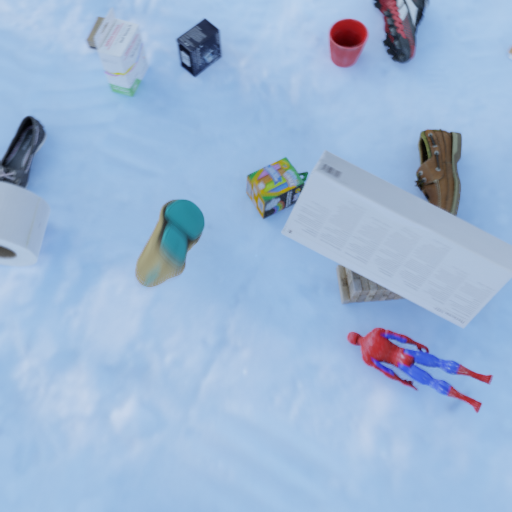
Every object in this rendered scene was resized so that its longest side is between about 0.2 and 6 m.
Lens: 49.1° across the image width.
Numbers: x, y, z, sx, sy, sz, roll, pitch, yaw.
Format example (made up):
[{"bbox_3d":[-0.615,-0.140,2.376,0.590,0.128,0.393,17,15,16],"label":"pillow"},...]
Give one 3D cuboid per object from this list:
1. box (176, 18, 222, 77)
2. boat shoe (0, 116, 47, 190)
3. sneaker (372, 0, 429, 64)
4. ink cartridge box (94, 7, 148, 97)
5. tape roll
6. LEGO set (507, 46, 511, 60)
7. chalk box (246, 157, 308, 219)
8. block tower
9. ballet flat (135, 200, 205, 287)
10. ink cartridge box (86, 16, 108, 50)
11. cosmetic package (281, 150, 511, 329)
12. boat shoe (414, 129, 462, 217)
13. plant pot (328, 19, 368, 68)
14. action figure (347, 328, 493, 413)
[{"bbox_3d":[-1.259,-4.628,12.477,0.512,0.857,0.871,43,74,15],"label":"box"},{"bbox_3d":[-4.970,-1.991,11.586,0.676,0.576,2.023,13,69,5],"label":"boat shoe"},{"bbox_3d":[3.436,-5.502,12.806,1.213,0.878,2.484,-6,67,0],"label":"sneaker"},{"bbox_3d":[-2.837,-4.310,11.932,0.551,1.637,0.959,18,69,7],"label":"ink cartridge box"},{"bbox_3d":[-4.779,-0.575,10.486,1.584,1.584,1.087,5,68,2],"label":"tape roll"},{"bbox_3d":[6.440,-4.194,12.393,0.862,0.698,1.875,-19,70,-7],"label":"LEGO set"},{"bbox_3d":[0.483,-1.418,11.254,1.189,0.742,0.737,-28,70,-14],"label":"chalk box"},{"bbox_3d":[2.998,0.352,10.552,2.826,0.817,0.763,-5,68,-1],"label":"block tower"},{"bbox_3d":[-1.566,-0.285,9.847,0.845,2.681,0.920,-41,103,18],"label":"ballet flat"},{"bbox_3d":[-3.490,-5.123,12.982,0.628,0.286,0.763,14,69,7],"label":"ink cartridge box"},{"bbox_3d":[2.326,-0.276,9.388,3.509,1.448,0.888,28,38,2],"label":"cosmetic package"},{"bbox_3d":[3.580,-1.505,11.269,0.838,0.887,2.466,12,58,2],"label":"boat shoe"},{"bbox_3d":[2.015,-4.716,12.560,0.874,0.773,0.874,0,69,0],"label":"plant pot"},{"bbox_3d":[2.726,1.881,9.757,2.494,0.645,0.816,22,85,24],"label":"action figure"}]
